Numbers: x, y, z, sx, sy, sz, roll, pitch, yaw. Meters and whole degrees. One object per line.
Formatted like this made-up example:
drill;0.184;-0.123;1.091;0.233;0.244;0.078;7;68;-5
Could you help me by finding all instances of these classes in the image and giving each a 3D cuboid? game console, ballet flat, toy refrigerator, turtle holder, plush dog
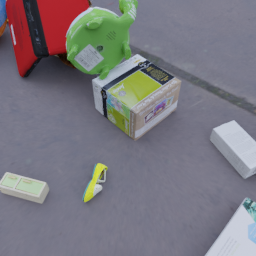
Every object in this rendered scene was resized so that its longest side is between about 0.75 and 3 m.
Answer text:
game console;-2.623;-3.443;9.216;1.752;2.544;2.952;-6;76;-40
ballet flat;-0.747;1.299;6.673;0.356;0.355;1.061;13;49;6
toy refrigerator;-2.444;1.393;6.566;1.060;0.371;0.402;12;51;11
turtle holder;-0.758;-2.515;7.338;1.597;2.102;1.493;8;39;-24
plush dog;-1.912;-3.310;9.825;2.153;2.011;2.507;-38;56;0

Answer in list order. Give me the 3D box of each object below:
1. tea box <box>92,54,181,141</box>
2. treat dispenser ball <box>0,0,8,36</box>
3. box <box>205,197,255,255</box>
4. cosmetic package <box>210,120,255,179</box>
tea box;0.241;-0.921;7.989;1.779;1.189;1.750;-36;58;-26
treat dispenser ball;-5.736;-4.217;9.780;2.853;2.853;2.853;0;50;0
box;2.944;2.924;5.165;2.855;0.519;2.061;35;58;25
cosmetic package;2.851;0.525;7.214;0.714;0.502;1.408;-20;53;-16
